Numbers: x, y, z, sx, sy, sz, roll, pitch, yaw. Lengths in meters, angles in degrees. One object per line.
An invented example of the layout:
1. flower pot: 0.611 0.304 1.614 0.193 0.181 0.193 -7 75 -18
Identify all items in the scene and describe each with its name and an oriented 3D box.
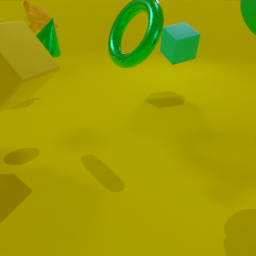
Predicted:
1. monkey head: -3.464 -4.085 10.700 1.490 1.072 0.898 34 38 -30
2. cube: -2.497 -1.258 5.813 1.273 1.273 1.273 -34 8 31
3. ring: 0.141 -2.281 6.715 0.351 1.755 1.755 15 12 -41
4. cube: 2.029 -3.357 11.125 1.103 1.103 1.103 -18 51 -15
5. cylinder: 1.976 -1.637 3.559 0.747 0.747 0.747 -16 -2 -28
6. cone: -2.026 -2.400 7.159 0.861 0.864 0.861 19 32 -12
